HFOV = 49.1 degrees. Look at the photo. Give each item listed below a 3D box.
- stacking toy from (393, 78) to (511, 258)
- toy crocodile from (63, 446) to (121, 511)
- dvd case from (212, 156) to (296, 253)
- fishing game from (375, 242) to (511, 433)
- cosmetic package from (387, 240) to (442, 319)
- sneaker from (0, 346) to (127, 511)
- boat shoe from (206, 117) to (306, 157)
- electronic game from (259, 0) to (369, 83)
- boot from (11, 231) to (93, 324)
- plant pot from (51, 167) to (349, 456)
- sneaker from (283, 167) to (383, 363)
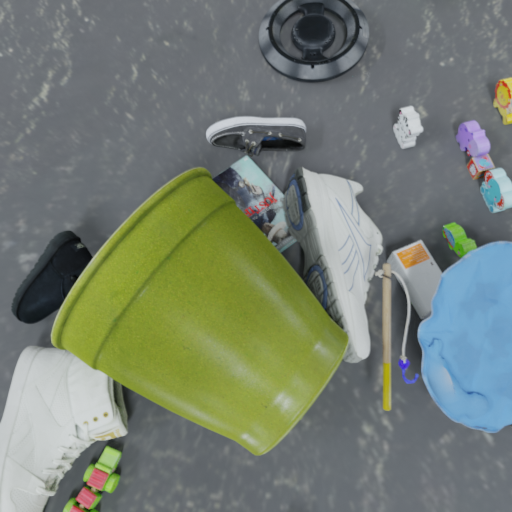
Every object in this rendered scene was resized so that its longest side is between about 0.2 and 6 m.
[{"bbox_3d":[4.383,-1.718,10.624,2.501,0.779,3.317,-16,69,-6],"label":"stacking toy"},{"bbox_3d":[-2.539,3.668,8.587,0.499,0.457,1.480,25,69,10],"label":"toy crocodile"},{"bbox_3d":[-0.113,-0.833,10.552,1.443,0.218,1.976,-35,74,-14],"label":"dvd case"},{"bbox_3d":[3.921,1.291,8.912,4.342,0.675,3.109,-7,96,-11],"label":"fishing game"},{"bbox_3d":[2.920,0.413,9.910,0.627,0.440,1.236,-23,70,-12],"label":"cosmetic package"},{"bbox_3d":[-2.914,2.909,8.533,1.792,1.142,3.100,1,67,4],"label":"sneaker"},{"bbox_3d":[0.034,-2.240,10.901,1.967,0.688,0.652,-3,65,-11],"label":"boat shoe"},{"bbox_3d":[1.227,-4.731,11.986,2.357,0.490,2.357,-2,71,5],"label":"electronic game"},{"bbox_3d":[-2.989,0.831,9.154,1.698,0.772,2.021,44,113,15],"label":"boot"},{"bbox_3d":[-0.553,1.065,8.335,3.294,3.421,3.421,39,73,4],"label":"plant pot"},{"bbox_3d":[1.533,0.039,9.603,1.543,1.320,3.543,-2,70,-18],"label":"sneaker"}]
